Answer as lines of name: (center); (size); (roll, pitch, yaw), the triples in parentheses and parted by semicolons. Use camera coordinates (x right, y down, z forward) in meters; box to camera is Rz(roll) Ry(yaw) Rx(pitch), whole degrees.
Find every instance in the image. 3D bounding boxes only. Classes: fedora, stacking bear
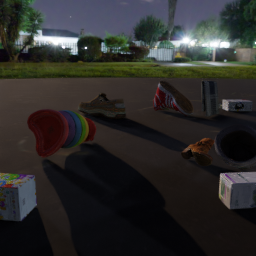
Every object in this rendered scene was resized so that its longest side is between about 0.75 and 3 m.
fedora: (2.605, 0.511, 6.486); (1.026, 0.524, 1.161); (-31, 42, 3)
stacking bear: (-1.621, 0.056, 7.928); (1.130, 1.207, 1.987); (-25, -10, 21)

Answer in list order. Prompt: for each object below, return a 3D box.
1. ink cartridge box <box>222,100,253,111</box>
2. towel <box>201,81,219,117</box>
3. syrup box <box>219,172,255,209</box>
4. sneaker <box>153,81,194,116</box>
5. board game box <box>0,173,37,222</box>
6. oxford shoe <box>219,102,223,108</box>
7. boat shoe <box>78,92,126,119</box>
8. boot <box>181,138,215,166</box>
ink cartridge box: (5.619, -1.174, 14.469); (1.232, 0.510, 0.898); (0, 13, -1)
towel: (3.749, -1.337, 12.803); (0.279, 1.614, 1.554); (-3, 4, 38)
syrup box: (2.233, 1.055, 4.846); (1.195, 0.471, 0.487); (-2, 13, -5)
sneaker: (2.148, -1.082, 13.821); (0.891, 1.407, 2.502); (-6, 44, -34)
board game box: (-2.121, 1.081, 4.524); (1.081, 0.567, 0.557); (3, 12, 7)
oxford shoe: (5.384, -1.268, 15.295); (1.185, 0.342, 0.445); (0, 10, -10)
boat shoe: (-1.220, -1.134, 13.020); (2.830, 1.078, 1.014); (9, 16, 35)
boot: (1.875, 0.529, 6.859); (0.785, 0.374, 1.015); (-30, 21, -22)
